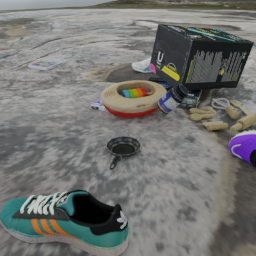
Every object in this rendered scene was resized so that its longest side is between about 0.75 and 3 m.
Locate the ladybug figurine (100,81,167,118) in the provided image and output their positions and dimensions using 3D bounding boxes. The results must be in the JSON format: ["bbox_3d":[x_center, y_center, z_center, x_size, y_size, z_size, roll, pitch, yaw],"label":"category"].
[{"bbox_3d":[0.177,-0.910,9.227,2.284,0.821,1.550,-8,41,-16],"label":"ladybug figurine"}]

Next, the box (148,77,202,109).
[{"bbox_3d":[1.647,-1.362,10.539,2.118,0.487,1.683,9,30,17],"label":"box"}]

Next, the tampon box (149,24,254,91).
[{"bbox_3d":[2.595,-2.607,10.327,2.824,1.783,2.117,-6,34,-26],"label":"tampon box"}]

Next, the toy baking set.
[{"bbox_3d":[3.243,-0.542,9.108,2.693,0.313,2.067,-18,31,-30],"label":"toy baking set"}]

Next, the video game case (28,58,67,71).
[{"bbox_3d":[-4.164,-3.354,14.626,1.214,0.153,1.696,13,31,22],"label":"video game case"}]

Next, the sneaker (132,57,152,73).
[{"bbox_3d":[1.152,-3.121,13.517,1.964,0.793,0.751,0,30,2],"label":"sneaker"}]

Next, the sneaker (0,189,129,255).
[{"bbox_3d":[-1.138,1.437,4.829,2.393,0.956,0.854,7,29,12],"label":"sneaker"}]

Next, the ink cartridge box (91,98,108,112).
[{"bbox_3d":[-0.743,-0.846,9.908,0.822,0.180,0.830,12,33,22],"label":"ink cartridge box"}]

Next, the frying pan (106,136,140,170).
[{"bbox_3d":[-0.079,0.638,7.099,0.892,0.240,1.474,-4,30,-7],"label":"frying pan"}]

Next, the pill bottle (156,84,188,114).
[{"bbox_3d":[1.332,-0.871,8.349,0.516,0.922,0.516,29,39,-27],"label":"pill bottle"}]

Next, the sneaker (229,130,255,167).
[{"bbox_3d":[3.292,0.781,6.259,2.301,0.800,1.144,14,46,36],"label":"sneaker"}]
